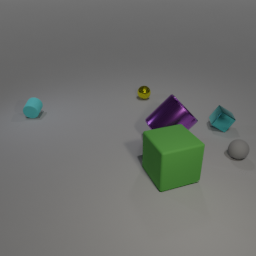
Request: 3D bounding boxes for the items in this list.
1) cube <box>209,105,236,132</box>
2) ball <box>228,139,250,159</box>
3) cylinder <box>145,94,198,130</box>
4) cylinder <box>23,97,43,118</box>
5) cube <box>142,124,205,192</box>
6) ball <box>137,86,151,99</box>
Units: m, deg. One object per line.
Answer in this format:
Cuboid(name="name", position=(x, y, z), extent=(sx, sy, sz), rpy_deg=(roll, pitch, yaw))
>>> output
Cuboid(name="cube", position=(3.889, -0.386, 11.596), extent=(0.700, 0.700, 0.700), rpy_deg=(29, 28, -9))
Cuboid(name="ball", position=(3.863, 0.738, 9.773), extent=(0.700, 0.700, 0.700), rpy_deg=(0, 29, 0))
Cuboid(name="cylinder", position=(1.598, -0.287, 10.382), extent=(1.400, 1.400, 1.400), rpy_deg=(-44, 29, 11))
Cuboid(name="cylinder", position=(-4.305, -0.910, 12.689), extent=(0.700, 0.700, 0.700), rpy_deg=(1, 39, 2))
Cuboid(name="cube", position=(1.356, 0.887, 8.766), extent=(1.400, 1.400, 1.400), rpy_deg=(-11, 30, -18))
Cuboid(name="ball", position=(0.831, -1.843, 14.496), extent=(0.700, 0.700, 0.700), rpy_deg=(0, 29, 0))
